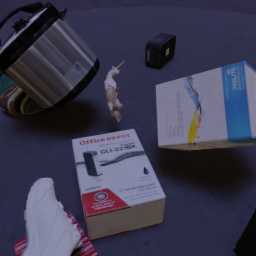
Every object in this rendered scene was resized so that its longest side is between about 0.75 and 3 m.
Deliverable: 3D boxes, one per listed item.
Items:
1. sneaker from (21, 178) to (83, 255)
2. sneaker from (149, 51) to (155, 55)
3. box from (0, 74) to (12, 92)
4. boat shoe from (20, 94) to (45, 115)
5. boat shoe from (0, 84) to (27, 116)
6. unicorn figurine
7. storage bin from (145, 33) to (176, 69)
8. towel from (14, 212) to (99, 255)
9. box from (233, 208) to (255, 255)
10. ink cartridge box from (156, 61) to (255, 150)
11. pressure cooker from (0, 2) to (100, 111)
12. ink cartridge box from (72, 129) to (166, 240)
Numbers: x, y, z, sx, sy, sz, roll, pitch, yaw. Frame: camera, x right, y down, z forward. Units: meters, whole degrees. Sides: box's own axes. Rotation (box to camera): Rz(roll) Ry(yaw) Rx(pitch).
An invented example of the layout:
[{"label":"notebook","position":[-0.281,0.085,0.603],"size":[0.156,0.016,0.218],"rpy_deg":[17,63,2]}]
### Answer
[{"label":"sneaker","position":[-1.543,2.153,5.715],"size":[1.155,0.988,2.651],"rpy_deg":[-3,45,-14]},{"label":"sneaker","position":[1.442,-3.678,13.586],"size":[0.846,0.351,0.300],"rpy_deg":[12,39,11]},{"label":"box","position":[-5.790,-1.400,10.529],"size":[1.173,0.701,2.852],"rpy_deg":[12,40,15]},{"label":"boat shoe","position":[-2.787,-1.084,10.032],"size":[0.741,0.806,2.256],"rpy_deg":[28,40,18]},{"label":"boat shoe","position":[-3.642,-1.572,10.518],"size":[1.044,1.042,2.823],"rpy_deg":[13,40,25]},{"label":"unicorn figurine","position":[-0.452,-1.122,8.455],"size":[0.632,1.711,1.175],"rpy_deg":[5,21,-11]},{"label":"storage bin","position":[1.517,-3.603,12.969],"size":[0.776,1.119,1.655],"rpy_deg":[20,43,24]},{"label":"towel","position":[-1.361,2.754,5.690],"size":[1.417,0.220,1.959],"rpy_deg":[-25,43,-25]},{"label":"box","position":[3.798,1.639,5.564],"size":[2.991,2.111,1.179],"rpy_deg":[-20,42,-23]},{"label":"ink cartridge box","position":[2.140,-0.373,7.145],"size":[2.343,1.711,1.719],"rpy_deg":[-9,-12,39]},{"label":"pressure cooker","position":[-2.526,-2.225,8.442],"size":[2.497,2.795,2.458],"rpy_deg":[-27,32,31]},{"label":"ink cartridge box","position":[-0.340,1.238,6.942],"size":[1.760,1.022,2.440],"rpy_deg":[-10,39,-12]}]
